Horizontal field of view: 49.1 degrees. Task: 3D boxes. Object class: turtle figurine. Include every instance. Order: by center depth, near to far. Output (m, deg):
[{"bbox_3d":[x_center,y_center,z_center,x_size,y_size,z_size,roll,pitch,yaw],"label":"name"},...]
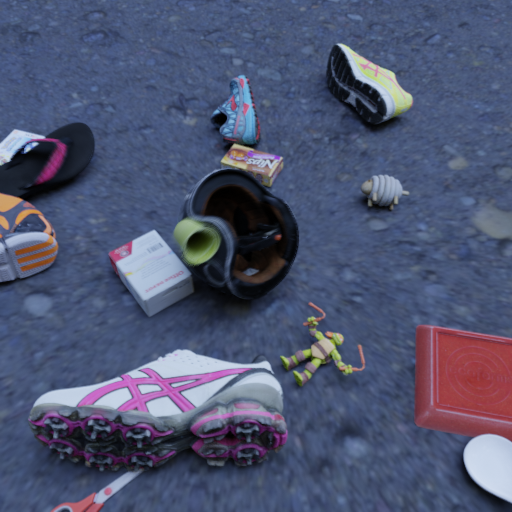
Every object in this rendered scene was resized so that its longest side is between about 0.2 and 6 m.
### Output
[{"bbox_3d":[0.924,1.445,8.632,1.079,0.431,1.338,-31,65,-15],"label":"turtle figurine"}]

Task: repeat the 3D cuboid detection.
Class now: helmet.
[{"bbox_3d":[-0.391,-0.384,9.184,1.930,1.930,1.840,-29,45,-22],"label":"helmet"}]

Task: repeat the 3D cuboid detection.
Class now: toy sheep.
[{"bbox_3d":[2.478,-1.243,10.809,0.953,0.657,0.657,10,49,-10],"label":"toy sheep"}]

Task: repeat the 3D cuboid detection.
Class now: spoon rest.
[{"bbox_3d":[3.384,3.059,7.228,0.818,0.499,1.647,-21,54,-17],"label":"spoon rest"}]

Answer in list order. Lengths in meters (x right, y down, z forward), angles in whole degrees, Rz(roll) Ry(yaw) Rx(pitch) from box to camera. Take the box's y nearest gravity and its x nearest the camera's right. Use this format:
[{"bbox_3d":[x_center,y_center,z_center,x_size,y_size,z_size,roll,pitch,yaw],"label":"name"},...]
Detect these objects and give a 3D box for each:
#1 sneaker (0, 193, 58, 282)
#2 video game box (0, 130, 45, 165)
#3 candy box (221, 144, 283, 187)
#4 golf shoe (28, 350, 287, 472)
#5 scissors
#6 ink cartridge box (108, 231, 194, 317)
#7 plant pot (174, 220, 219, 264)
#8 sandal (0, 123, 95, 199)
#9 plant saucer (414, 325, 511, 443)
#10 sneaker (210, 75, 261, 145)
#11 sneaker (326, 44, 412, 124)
[{"bbox_3d":[-5.072,-0.155,9.679,2.957,1.147,1.657,-15,47,-26],"label":"sneaker"},{"bbox_3d":[-4.830,-1.991,11.605,1.263,0.324,1.386,13,51,14],"label":"video game box"},{"bbox_3d":[-0.086,-1.860,11.490,1.119,0.316,0.653,19,52,18],"label":"candy box"},{"bbox_3d":[-1.305,2.046,7.728,3.360,1.220,1.547,2,38,-8],"label":"golf shoe"},{"bbox_3d":[-2.088,3.147,7.388,0.675,0.129,1.846,29,56,23],"label":"scissors"},{"bbox_3d":[-1.781,0.290,9.537,0.921,0.523,1.264,-29,56,-22],"label":"ink cartridge box"},{"bbox_3d":[-0.920,-0.257,8.132,0.569,0.569,0.523,-28,40,-22],"label":"plant pot"},{"bbox_3d":[-4.269,-1.756,10.798,2.718,0.613,1.021,-39,79,-23],"label":"sandal"},{"bbox_3d":[3.308,1.826,8.384,1.772,0.326,1.775,9,50,7],"label":"plant saucer"},{"bbox_3d":[-0.531,-3.244,12.318,1.023,0.850,2.143,-10,46,0],"label":"sneaker"},{"bbox_3d":[2.589,-3.999,12.968,1.202,1.040,2.662,-15,56,-24],"label":"sneaker"}]
